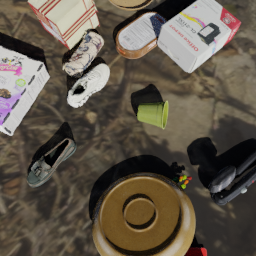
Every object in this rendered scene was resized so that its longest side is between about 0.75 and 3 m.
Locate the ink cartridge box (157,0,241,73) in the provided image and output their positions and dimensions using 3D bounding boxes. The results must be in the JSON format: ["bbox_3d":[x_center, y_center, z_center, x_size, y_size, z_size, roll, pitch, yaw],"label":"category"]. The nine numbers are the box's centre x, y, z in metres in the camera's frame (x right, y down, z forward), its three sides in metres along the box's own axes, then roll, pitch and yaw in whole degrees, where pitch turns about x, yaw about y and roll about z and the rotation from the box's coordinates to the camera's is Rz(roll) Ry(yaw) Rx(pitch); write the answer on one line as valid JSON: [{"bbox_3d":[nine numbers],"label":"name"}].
[{"bbox_3d":[2.426,-3.277,9.716,2.306,0.955,1.681,-40,77,-18],"label":"ink cartridge box"}]

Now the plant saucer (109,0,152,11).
[{"bbox_3d":[0.070,-5.250,10.917,1.973,0.349,1.973,1,68,-2],"label":"plant saucer"}]

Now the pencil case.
[{"bbox_3d":[-1.548,-2.533,9.670,0.751,0.653,1.679,26,70,11],"label":"pencil case"}]

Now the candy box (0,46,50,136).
[{"bbox_3d":[-4.096,-1.300,9.040,2.053,0.875,2.447,22,69,9],"label":"candy box"}]

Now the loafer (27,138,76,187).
[{"bbox_3d":[-2.321,0.954,8.288,0.650,0.569,1.809,40,73,15],"label":"loafer"}]

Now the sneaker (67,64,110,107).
[{"bbox_3d":[-1.262,-1.478,9.172,0.688,0.742,1.831,37,73,9],"label":"sneaker"}]

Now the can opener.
[{"bbox_3d":[3.319,1.350,8.046,2.492,0.980,0.790,-26,62,-20],"label":"can opener"}]

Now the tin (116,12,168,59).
[{"bbox_3d":[0.537,-3.387,10.166,2.199,0.460,1.231,-40,77,-15],"label":"tin"}]

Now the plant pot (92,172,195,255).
[{"bbox_3d":[0.340,2.305,7.343,2.775,0.381,2.775,-7,49,9],"label":"plant pot"}]

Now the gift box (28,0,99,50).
[{"bbox_3d":[-1.997,-3.984,9.762,1.883,1.738,1.758,41,82,11],"label":"gift box"}]

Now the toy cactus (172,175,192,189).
[{"bbox_3d":[1.295,1.709,8.102,0.865,0.536,1.048,24,71,29],"label":"toy cactus"}]

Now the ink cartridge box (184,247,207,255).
[{"bbox_3d":[1.322,4.356,6.689,1.623,0.939,2.794,1,67,0],"label":"ink cartridge box"}]

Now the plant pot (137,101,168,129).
[{"bbox_3d":[0.762,-0.454,8.790,0.851,0.896,0.896,7,67,16],"label":"plant pot"}]
